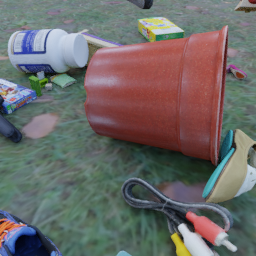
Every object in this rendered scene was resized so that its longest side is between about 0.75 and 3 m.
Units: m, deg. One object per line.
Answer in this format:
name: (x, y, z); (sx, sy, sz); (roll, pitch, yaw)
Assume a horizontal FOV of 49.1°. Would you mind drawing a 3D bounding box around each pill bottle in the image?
pill bottle: (-2.587, -2.535, 9.292); (2.330, 1.394, 1.394); (4, 36, 18)

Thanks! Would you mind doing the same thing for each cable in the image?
cable: (0.728, 1.372, 4.570); (2.259, 1.097, 0.568); (36, 13, 34)

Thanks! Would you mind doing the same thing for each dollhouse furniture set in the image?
dollhouse furniture set: (-2.394, -1.562, 8.874); (0.728, 0.562, 1.457); (28, 45, 32)

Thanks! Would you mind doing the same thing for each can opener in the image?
can opener: (-3.445, -0.369, 7.059); (2.305, 0.730, 0.906); (37, 87, 33)

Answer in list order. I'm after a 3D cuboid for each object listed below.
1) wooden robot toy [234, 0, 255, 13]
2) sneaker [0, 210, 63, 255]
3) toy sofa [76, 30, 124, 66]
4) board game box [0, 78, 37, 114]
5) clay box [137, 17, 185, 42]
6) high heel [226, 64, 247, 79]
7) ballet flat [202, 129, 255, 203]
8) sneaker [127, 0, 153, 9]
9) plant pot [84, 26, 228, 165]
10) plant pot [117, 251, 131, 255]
wooden robot toy: (1.969, -1.875, 3.236); (0.805, 0.830, 1.828); (-3, 14, -21)
sneaker: (-1.634, 1.713, 4.205); (2.137, 0.838, 0.805); (20, 40, 24)
toy sofa: (-0.633, -2.512, 9.658); (2.812, 1.164, 1.372); (27, 45, 32)
board game box: (-3.689, -0.986, 8.331); (1.585, 0.273, 1.073); (21, 41, 26)
clay box: (1.401, -4.468, 12.791); (1.386, 0.574, 2.412); (-11, 38, -14)
high heel: (3.788, -1.971, 9.594); (0.477, 0.335, 0.993); (-28, 40, -17)
ballet flat: (2.114, 0.711, 5.324); (0.816, 0.888, 2.589); (30, 33, 14)
sneaker: (-0.511, -4.378, 8.315); (2.910, 1.075, 1.154); (37, 75, 3)
plant pot: (0.680, -0.719, 6.195); (2.716, 2.792, 2.792); (4, 36, 20)
plant pot: (0.010, 2.161, 3.052); (1.055, 1.493, 1.054); (24, 43, 28)
